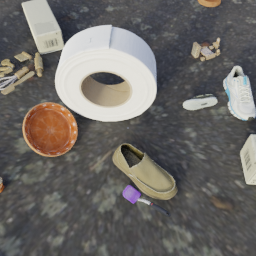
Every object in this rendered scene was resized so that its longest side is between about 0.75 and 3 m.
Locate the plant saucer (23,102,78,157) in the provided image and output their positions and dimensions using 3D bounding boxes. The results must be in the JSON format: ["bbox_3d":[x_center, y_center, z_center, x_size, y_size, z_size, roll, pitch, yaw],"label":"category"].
[{"bbox_3d":[-2.122,0.044,7.700,1.502,0.242,1.502,9,73,-32],"label":"plant saucer"}]

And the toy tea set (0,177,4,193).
[{"bbox_3d":[-3.827,1.523,6.925,1.379,0.510,0.820,-29,59,-20],"label":"toy tea set"}]

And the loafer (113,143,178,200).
[{"bbox_3d":[0.386,1.084,7.155,1.975,0.666,0.751,31,59,21],"label":"loafer"}]

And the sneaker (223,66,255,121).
[{"bbox_3d":[3.507,-1.139,8.717,0.741,0.856,1.975,-5,55,-4],"label":"sneaker"}]

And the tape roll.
[{"bbox_3d":[-0.567,-1.364,7.699,2.738,2.738,0.958,3,53,2],"label":"tape roll"}]

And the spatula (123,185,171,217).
[{"bbox_3d":[0.454,1.828,6.859,1.311,0.135,0.371,23,48,27],"label":"spatula"}]

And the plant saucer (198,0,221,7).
[{"bbox_3d":[3.676,-5.802,12.610,1.020,0.191,1.020,0,53,0],"label":"plant saucer"}]

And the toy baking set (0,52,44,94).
[{"bbox_3d":[-3.736,-1.910,9.649,1.714,0.260,2.234,-21,48,-8],"label":"toy baking set"}]

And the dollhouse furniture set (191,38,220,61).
[{"bbox_3d":[2.963,-2.912,10.264,1.092,0.483,0.566,-21,56,-16],"label":"dollhouse furniture set"}]

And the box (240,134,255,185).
[{"bbox_3d":[4.409,0.878,7.154,2.677,0.915,1.100,5,53,3],"label":"box"}]

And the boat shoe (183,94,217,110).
[{"bbox_3d":[2.226,-0.833,8.782,1.072,0.379,0.341,-8,45,-4],"label":"boat shoe"}]

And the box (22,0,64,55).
[{"bbox_3d":[-3.295,-3.976,10.831,1.012,0.842,2.463,-18,55,-13],"label":"box"}]
